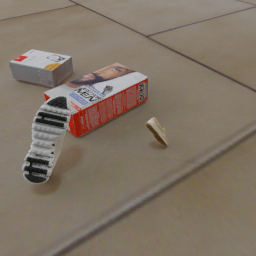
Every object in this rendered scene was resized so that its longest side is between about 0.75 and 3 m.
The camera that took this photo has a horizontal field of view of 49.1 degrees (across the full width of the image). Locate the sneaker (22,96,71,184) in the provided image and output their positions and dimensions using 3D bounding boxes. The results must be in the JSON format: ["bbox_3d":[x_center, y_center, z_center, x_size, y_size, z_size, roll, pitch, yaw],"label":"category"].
[{"bbox_3d":[-1.639,0.223,5.843,0.692,0.747,1.842,18,83,2],"label":"sneaker"}]

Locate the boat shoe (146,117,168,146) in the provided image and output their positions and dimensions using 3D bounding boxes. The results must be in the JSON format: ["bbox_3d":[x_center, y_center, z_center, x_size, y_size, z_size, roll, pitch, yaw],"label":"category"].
[{"bbox_3d":[0.752,0.086,6.587,0.288,0.832,0.307,-50,33,-18],"label":"boat shoe"}]

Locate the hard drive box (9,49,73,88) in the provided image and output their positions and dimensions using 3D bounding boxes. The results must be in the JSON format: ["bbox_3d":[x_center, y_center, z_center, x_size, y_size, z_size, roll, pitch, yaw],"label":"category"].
[{"bbox_3d":[-2.804,-1.982,9.207,1.578,0.606,1.230,13,38,15],"label":"hard drive box"}]

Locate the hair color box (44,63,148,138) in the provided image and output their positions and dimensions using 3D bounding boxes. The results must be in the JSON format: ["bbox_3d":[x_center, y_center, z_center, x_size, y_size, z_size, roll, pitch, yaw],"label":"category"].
[{"bbox_3d":[-0.805,-0.881,7.739,2.526,0.807,1.401,-30,46,-32],"label":"hair color box"}]
